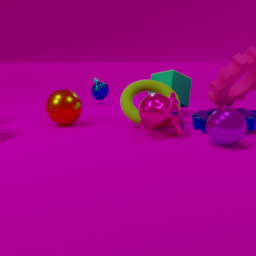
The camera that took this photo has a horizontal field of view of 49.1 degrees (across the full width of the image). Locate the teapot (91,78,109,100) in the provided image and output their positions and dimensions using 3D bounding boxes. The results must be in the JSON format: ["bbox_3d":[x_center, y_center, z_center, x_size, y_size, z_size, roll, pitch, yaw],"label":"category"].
[{"bbox_3d":[-1.263,-1.633,12.318,0.843,1.356,0.664,-39,55,-20],"label":"teapot"}]

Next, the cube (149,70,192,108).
[{"bbox_3d":[1.491,-1.338,9.984,1.061,1.061,1.061,14,-8,-38],"label":"cube"}]

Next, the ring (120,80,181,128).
[{"bbox_3d":[0.697,-0.774,8.646,1.868,0.374,1.868,4,53,-5],"label":"ring"}]

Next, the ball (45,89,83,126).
[{"bbox_3d":[-1.951,-0.629,8.565,1.112,1.112,1.112,0,15,0],"label":"ball"}]

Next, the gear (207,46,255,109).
[{"bbox_3d":[3.186,-1.389,7.979,1.962,1.962,0.363,-10,53,-34],"label":"gear"}]

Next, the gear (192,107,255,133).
[{"bbox_3d":[2.858,-0.255,8.271,1.871,0.346,1.871,-5,14,1],"label":"gear"}]

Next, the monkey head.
[{"bbox_3d":[0.892,-0.313,7.550,1.095,1.307,1.816,-18,18,20],"label":"monkey head"}]

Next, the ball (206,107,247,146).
[{"bbox_3d":[2.325,-0.029,6.660,0.916,0.916,0.916,0,15,0],"label":"ball"}]
